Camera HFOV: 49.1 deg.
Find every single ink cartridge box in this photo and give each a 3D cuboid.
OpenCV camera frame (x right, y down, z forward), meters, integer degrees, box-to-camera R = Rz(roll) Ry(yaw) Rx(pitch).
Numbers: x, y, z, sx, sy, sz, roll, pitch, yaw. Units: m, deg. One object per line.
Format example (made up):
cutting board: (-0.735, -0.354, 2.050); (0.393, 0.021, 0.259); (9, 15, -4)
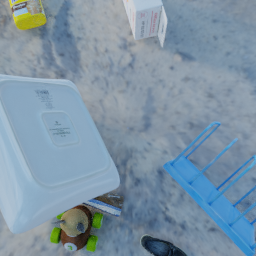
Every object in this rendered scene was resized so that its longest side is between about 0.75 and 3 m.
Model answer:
ink cartridge box: (0.444, -3.949, 9.015); (0.874, 1.484, 2.577); (-14, 73, -4)

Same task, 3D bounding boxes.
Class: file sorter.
file sorter: (2.535, 1.268, 6.872); (2.643, 1.834, 1.621); (46, 106, 17)

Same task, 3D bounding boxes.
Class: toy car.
toy car: (-1.372, 2.519, 7.039); (1.222, 1.488, 1.174); (11, 73, 4)

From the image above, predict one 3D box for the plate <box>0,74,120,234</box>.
plate: (-1.463, 0.113, 5.545); (0.481, 2.970, 2.977); (-34, 77, 29)

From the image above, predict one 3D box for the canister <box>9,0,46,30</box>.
canister: (-3.462, -4.179, 9.553); (1.086, 0.633, 1.463); (-18, 75, -5)

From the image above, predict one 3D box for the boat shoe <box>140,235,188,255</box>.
boat shoe: (0.983, 3.242, 7.357); (1.393, 0.462, 0.520); (30, 75, 9)

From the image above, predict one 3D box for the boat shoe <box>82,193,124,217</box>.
boat shoe: (-0.957, 1.846, 7.755); (1.753, 0.633, 0.634); (23, 69, -3)
